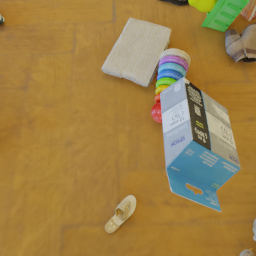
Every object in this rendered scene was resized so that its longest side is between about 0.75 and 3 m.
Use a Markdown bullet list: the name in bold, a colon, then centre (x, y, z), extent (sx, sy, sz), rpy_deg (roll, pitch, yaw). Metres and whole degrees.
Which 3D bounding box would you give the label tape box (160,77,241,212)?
- **label tape box**: centre (0.917, 0.201, 3.470), extent (1.002, 0.462, 1.398), rpy_deg (28, 45, -33)

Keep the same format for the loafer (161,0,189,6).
- **loafer**: centre (1.579, -4.581, 9.660), extent (1.238, 0.442, 0.452), rpy_deg (11, 63, 6)

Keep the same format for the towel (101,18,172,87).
- **towel**: centre (0.320, -2.358, 8.557), extent (1.533, 0.399, 2.314), rpy_deg (20, 65, 12)

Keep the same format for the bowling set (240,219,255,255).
- **bowling set**: centre (3.110, 1.902, 5.694), extent (1.140, 1.478, 2.123), rpy_deg (15, 52, 39)

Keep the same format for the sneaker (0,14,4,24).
- **sneaker**: centre (-4.603, -3.866, 9.215), extent (0.518, 0.576, 1.334), rpy_deg (-40, 69, -18)

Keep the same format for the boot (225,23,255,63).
- **boot**: centre (3.742, -2.565, 8.626), extent (1.591, 0.559, 1.163), rpy_deg (-13, 70, -6)

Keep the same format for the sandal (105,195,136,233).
- **sandal**: centre (-0.143, 1.934, 6.361), extent (0.371, 0.333, 1.012), rpy_deg (35, 68, 17)

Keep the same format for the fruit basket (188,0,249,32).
- **fruit basket**: centre (2.714, -3.997, 8.649), extent (1.815, 1.815, 1.309), rpy_deg (27, 66, 13)

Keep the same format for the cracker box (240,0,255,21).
- **cracker box**: centre (4.691, -4.470, 9.137), extent (1.896, 1.270, 0.547), rpy_deg (-28, 66, -13)

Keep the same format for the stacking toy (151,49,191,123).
- **stacking toy**: centre (1.128, -1.097, 7.716), extent (0.891, 0.891, 2.088), rpy_deg (12, 70, 6)
